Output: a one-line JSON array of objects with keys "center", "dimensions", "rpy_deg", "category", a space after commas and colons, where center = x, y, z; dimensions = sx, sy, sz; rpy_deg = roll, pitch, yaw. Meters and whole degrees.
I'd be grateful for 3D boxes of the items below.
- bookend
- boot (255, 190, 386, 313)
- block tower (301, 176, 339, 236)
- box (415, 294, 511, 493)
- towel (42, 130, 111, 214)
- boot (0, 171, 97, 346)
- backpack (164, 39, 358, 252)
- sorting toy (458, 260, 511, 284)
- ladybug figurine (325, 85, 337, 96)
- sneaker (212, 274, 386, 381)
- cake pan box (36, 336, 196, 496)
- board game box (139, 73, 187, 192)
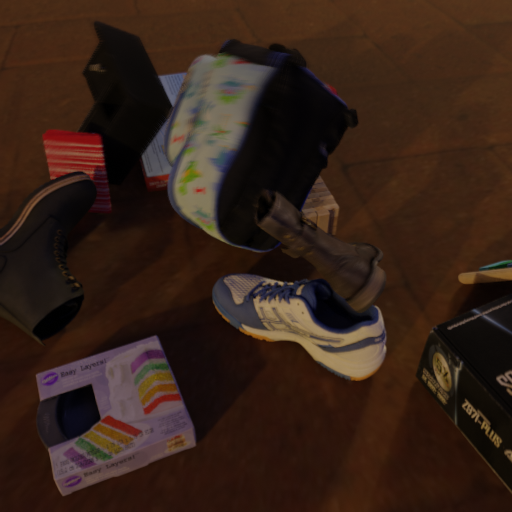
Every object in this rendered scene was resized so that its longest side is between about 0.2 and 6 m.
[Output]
[{"center": [-3.011, -3.065, 11.463], "dimensions": [1.039, 2.242, 2.256], "rpy_deg": [4, 52, -46], "category": "bookend"}, {"center": [0.884, -0.277, 8.264], "dimensions": [2.063, 0.820, 2.369], "rpy_deg": [38, 13, -7], "category": "boot"}, {"center": [0.878, -1.373, 11.304], "dimensions": [0.722, 0.773, 2.675], "rpy_deg": [-10, 46, -11], "category": "block tower"}, {"center": [4.032, 1.657, 7.702], "dimensions": [2.721, 1.172, 2.229], "rpy_deg": [-18, 46, -18], "category": "box"}, {"center": [-3.461, -1.623, 10.919], "dimensions": [1.182, 1.635, 0.184], "rpy_deg": [5, 30, 8], "category": "towel"}, {"center": [-3.346, 0.019, 9.661], "dimensions": [2.116, 1.185, 3.059], "rpy_deg": [28, 63, 21], "category": "boot"}, {"center": [-0.159, -1.738, 9.576], "dimensions": [2.226, 3.029, 2.772], "rpy_deg": [24, 3, 36], "category": "backpack"}, {"center": [4.564, 0.131, 9.157], "dimensions": [1.890, 1.749, 0.345], "rpy_deg": [-9, 86, -13], "category": "sorting toy"}, {"center": [1.532, -3.083, 11.439], "dimensions": [0.291, 0.809, 0.549], "rpy_deg": [-8, 20, 6], "category": "ladybug figurine"}, {"center": [0.637, 0.722, 8.630], "dimensions": [2.962, 1.306, 1.115], "rpy_deg": [20, 48, 22], "category": "sneaker"}, {"center": [-1.996, 2.120, 7.727], "dimensions": [1.902, 0.498, 1.752], "rpy_deg": [-16, 43, -16], "category": "cake pan box"}, {"center": [-1.795, -3.178, 13.442], "dimensions": [2.373, 0.448, 4.610], "rpy_deg": [-12, 44, -11], "category": "board game box"}]
